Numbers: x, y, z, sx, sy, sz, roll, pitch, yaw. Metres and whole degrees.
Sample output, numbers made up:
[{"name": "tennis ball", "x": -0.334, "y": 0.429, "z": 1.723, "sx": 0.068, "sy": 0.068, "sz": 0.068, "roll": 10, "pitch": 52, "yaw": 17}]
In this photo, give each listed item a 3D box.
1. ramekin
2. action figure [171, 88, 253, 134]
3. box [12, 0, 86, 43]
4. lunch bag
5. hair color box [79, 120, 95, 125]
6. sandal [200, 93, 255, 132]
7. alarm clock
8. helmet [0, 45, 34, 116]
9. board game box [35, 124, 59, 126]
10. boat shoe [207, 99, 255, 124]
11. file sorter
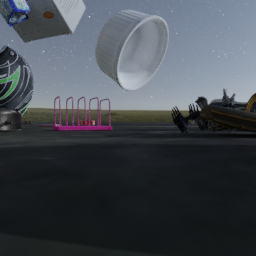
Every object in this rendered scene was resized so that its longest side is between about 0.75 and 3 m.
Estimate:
[{"name": "ramekin", "x": 0.111, "y": -2.958, "z": 10.496, "sx": 1.390, "sy": 2.852, "sz": 2.852, "roll": 35, "pitch": 19, "yaw": 28}, {"name": "action figure", "x": 1.452, "y": -0.264, "z": 4.621, "sx": 1.407, "sy": 0.718, "sz": 0.836, "roll": -3, "pitch": -10, "yaw": -35}, {"name": "box", "x": -2.498, "y": -3.618, "z": 7.284, "sx": 1.751, "sy": 1.223, "sz": 2.299, "roll": -1, "pitch": -36, "yaw": 24}, {"name": "lunch bag", "x": -2.573, "y": -2.775, "z": 6.054, "sx": 0.621, "sy": 0.828, "sz": 0.974, "roll": -30, "pitch": 13, "yaw": -10}, {"name": "hair color box", "x": -2.153, "y": -0.275, "z": 14.483, "sx": 0.783, "sy": 0.250, "sz": 0.434, "roll": -1, "pitch": 2, "yaw": 7}, {"name": "sandal", "x": 2.372, "y": -0.284, "z": 3.765, "sx": 2.824, "sy": 0.771, "sz": 1.154, "roll": 0, "pitch": 1, "yaw": 2}, {"name": "alarm clock", "x": -2.829, "y": -0.164, "z": 5.588, "sx": 1.536, "sy": 0.511, "sz": 1.036, "roll": -3, "pitch": 1, "yaw": 5}, {"name": "helmet", "x": -3.913, "y": -1.207, "z": 8.175, "sx": 2.252, "sy": 2.362, "sz": 2.362, "roll": -8, "pitch": 5, "yaw": -30}, {"name": "board game box", "x": -3.124, "y": -0.111, "z": 10.989, "sx": 0.891, "sy": 0.087, "sz": 0.458, "roll": 1, "pitch": 0, "yaw": 19}, {"name": "boat shoe", "x": 2.623, "y": -0.162, "z": 6.124, "sx": 0.717, "sy": 0.831, "sz": 2.287, "roll": -48, "pitch": 31, "yaw": -22}, {"name": "file sorter", "x": -1.031, "y": -0.319, "z": 6.241, "sx": 1.161, "sy": 0.728, "sz": 0.807, "roll": -1, "pitch": 1, "yaw": -22}]
